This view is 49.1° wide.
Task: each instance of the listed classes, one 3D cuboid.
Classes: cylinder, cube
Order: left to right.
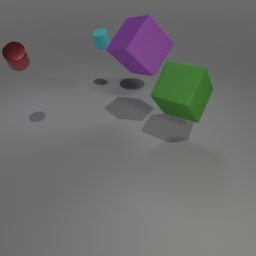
[{"bbox_3d":[-3.602,-2.301,9.047,0.700,0.700,0.700,2,74,-7],"label":"cylinder"},{"bbox_3d":[-1.219,-4.062,12.798,0.700,0.700,0.700,-7,45,8],"label":"cylinder"},{"bbox_3d":[0.407,-2.795,9.588,1.400,1.400,1.400,-58,35,-6],"label":"cube"},{"bbox_3d":[1.853,-1.212,9.446,1.400,1.400,1.400,20,78,33],"label":"cube"}]
